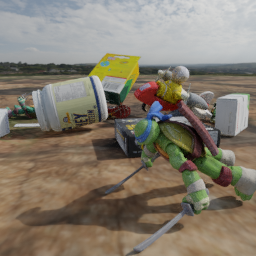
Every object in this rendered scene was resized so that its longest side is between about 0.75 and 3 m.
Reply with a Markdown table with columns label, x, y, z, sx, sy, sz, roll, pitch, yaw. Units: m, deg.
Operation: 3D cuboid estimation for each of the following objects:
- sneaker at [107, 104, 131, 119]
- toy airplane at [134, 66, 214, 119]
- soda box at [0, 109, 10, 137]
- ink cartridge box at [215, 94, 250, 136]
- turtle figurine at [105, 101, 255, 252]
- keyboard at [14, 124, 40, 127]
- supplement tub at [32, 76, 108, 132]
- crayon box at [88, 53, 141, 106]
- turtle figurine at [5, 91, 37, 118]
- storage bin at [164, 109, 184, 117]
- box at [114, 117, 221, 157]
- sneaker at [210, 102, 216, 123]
| label | x | y | z | sx | sy | sz | roll | pitch | yaw |
| --- | --- | --- | --- | --- | --- | --- | --- | --- | --- |
| sneaker | -0.603 | -0.694 | 11.447 | 1.482 | 0.577 | 0.609 | -4 | 13 | -18 |
| toy airplane | 2.011 | -1.320 | 10.542 | 2.824 | 1.993 | 2.811 | 22 | 31 | 26 |
| soda box | -4.364 | 0.067 | 7.729 | 0.869 | 0.812 | 2.552 | 2 | 13 | 8 |
| ink cartridge box | 3.442 | -0.477 | 9.198 | 0.680 | 1.178 | 1.613 | 8 | 15 | 35 |
| turtle figurine | 0.866 | 0.814 | 4.633 | 2.133 | 2.200 | 1.583 | 16 | -16 | -20 |
| keyboard | -3.558 | -0.097 | 10.062 | 0.990 | 0.053 | 0.279 | -1 | 14 | -3 |
| supplement tub | -1.870 | -0.761 | 9.149 | 2.141 | 1.552 | 1.552 | -14 | 16 | -11 |
| crayon box | -0.632 | -2.182 | 12.019 | 1.770 | 0.708 | 2.788 | 12 | 48 | 19 |
| turtle figurine | -3.989 | -0.861 | 11.403 | 1.869 | 0.941 | 1.399 | -12 | -8 | 21 |
| storage bin | 1.647 | -0.407 | 9.751 | 0.556 | 0.602 | 0.827 | -29 | 12 | -1 |
| box | 0.972 | 0.163 | 7.775 | 2.450 | 0.592 | 1.940 | -2 | 14 | -11 |
| sneaker | 3.363 | -0.592 | 10.716 | 0.455 | 0.525 | 1.184 | -1 | 36 | 6 |
